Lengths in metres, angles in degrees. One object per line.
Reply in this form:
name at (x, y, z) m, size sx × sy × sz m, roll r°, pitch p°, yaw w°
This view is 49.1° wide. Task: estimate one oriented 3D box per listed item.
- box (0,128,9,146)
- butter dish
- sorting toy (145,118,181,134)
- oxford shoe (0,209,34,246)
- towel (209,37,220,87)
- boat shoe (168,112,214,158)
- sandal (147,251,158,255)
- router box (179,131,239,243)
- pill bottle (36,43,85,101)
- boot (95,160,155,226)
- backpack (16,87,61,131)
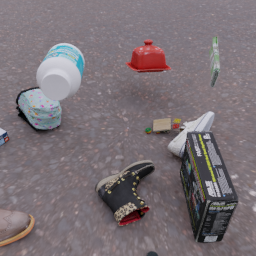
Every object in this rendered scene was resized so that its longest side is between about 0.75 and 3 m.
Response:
box at (-6.201, 0.331, 10.965) m, size 2.489 × 0.469 × 1.700 m, roll 22°, pitch 44°, yaw 25°
butter dish at (0.889, -3.241, 12.452) m, size 1.780 × 1.320 × 1.785 m, roll -4°, pitch 24°, yaw -12°
sorting toy at (1.463, -0.071, 11.548) m, size 1.470 × 0.249 × 0.709 m, roll -7°, pitch 38°, yaw 13°
oxford shoe at (-4.137, 2.603, 7.755) m, size 2.917 × 1.063 × 1.040 m, roll -3°, pitch 40°, yaw -3°
towel at (3.195, -2.468, 10.543) m, size 0.237 × 1.152 × 1.544 m, roll 1°, pitch 68°, yaw 6°
boat shoe at (2.461, 0.127, 10.911) m, size 0.953 × 0.968 × 2.729 m, roll 26°, pitch 52°, yaw 27°
sandal at (0.519, 3.639, 7.138) m, size 0.411 × 0.262 × 1.093 m, roll 9°, pitch 40°, yaw 11°
router box at (2.226, 1.636, 8.213) m, size 0.815 × 1.965 × 2.622 m, roll -2°, pitch 40°, yaw -1°
pill bottle at (-2.087, -1.736, 8.797) m, size 1.306 × 1.306 × 2.357 m, roll -3°, pitch 32°, yaw -3°
boot at (0.193, 1.971, 8.747) m, size 2.110 × 0.772 × 1.589 m, roll -21°, pitch 43°, yaw -18°
backpack at (-3.656, -0.835, 11.723) m, size 1.749 × 1.326 × 2.095 m, roll -20°, pitch 47°, yaw -26°
